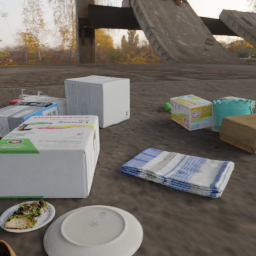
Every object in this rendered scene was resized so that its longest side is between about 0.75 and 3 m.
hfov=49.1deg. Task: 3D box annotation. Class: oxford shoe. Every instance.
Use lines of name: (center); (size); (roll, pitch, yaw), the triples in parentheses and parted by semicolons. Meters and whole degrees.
oxford shoe: (-1.518, 2.191, 2.709); (0.957, 0.957, 2.684); (-4, 19, -17)

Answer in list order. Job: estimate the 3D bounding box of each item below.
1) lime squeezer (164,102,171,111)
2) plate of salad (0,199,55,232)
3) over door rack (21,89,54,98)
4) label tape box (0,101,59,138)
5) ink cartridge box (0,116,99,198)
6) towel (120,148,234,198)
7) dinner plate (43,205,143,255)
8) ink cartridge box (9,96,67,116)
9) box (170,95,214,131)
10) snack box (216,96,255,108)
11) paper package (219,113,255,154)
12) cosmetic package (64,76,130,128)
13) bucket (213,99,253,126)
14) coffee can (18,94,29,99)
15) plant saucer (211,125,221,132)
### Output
lime squeezer: (2.236, -1.124, 14.660); (0.722, 0.386, 2.046); (-2, 16, -5)
plate of salad: (-1.988, 1.684, 5.542); (1.050, 0.252, 1.050); (-1, 17, 0)
over door rack: (-4.579, -1.526, 15.168); (1.483, 0.669, 2.008); (11, -1, 31)
label tape box: (-4.440, -0.390, 10.975); (2.810, 0.929, 2.013); (6, 22, 20)
ink cartridge box: (-1.950, 0.587, 7.434); (2.134, 1.238, 2.948); (0, 17, -1)
towel: (1.362, 1.054, 7.529); (2.671, 0.318, 1.962); (9, 18, 29)
dinner plate: (-0.620, 1.848, 5.117); (1.791, 0.217, 1.791); (1, 16, 0)
ink cartridge box: (-4.044, -0.876, 12.901); (2.142, 0.888, 1.572); (8, 18, 23)
box: (2.684, -0.705, 11.964); (1.101, 0.992, 1.957); (-11, 19, -12)
snack box: (5.845, -1.355, 15.275); (1.184, 0.441, 1.664); (-10, 19, -29)
paper package: (4.358, 0.140, 9.572); (1.701, 0.880, 1.622); (-6, 19, -23)
cosmetic package: (-1.332, -1.260, 12.463); (2.246, 1.868, 1.880); (13, 22, 34)
bucket: (4.074, -0.595, 10.933); (1.491, 0.970, 1.491); (-2, 10, 0)
coffee can: (-5.749, -1.583, 15.809); (0.773, 0.566, 0.566); (14, 22, 39)
plant saucer: (3.755, -0.010, 11.264); (0.774, 0.194, 0.774); (0, 17, 0)
